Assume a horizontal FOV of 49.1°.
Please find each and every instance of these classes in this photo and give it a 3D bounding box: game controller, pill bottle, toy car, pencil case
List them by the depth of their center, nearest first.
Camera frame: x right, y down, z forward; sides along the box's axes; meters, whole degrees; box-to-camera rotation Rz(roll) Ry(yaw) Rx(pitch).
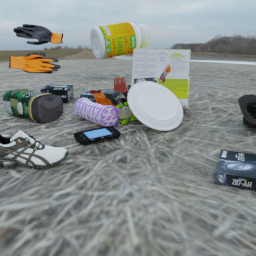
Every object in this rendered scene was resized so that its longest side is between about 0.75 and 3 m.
[{"bbox_3d":[-1.091,0.252,10.101,1.657,0.349,0.864,-12,21,-32],"label":"game controller"},{"bbox_3d":[-1.383,-0.735,12.099,2.286,0.959,0.977,20,61,44],"label":"pencil case"},{"bbox_3d":[-0.166,-0.661,12.240,0.810,0.843,1.026,-22,5,-12],"label":"toy car"},{"bbox_3d":[-0.328,-4.205,13.296,2.642,1.467,1.467,-17,23,-22],"label":"pill bottle"}]

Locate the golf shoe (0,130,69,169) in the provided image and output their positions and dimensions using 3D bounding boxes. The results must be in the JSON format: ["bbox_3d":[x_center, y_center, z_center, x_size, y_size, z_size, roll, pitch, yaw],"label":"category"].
[{"bbox_3d":[-2.806,0.582,7.980,2.196,1.038,0.854,-1,17,-10],"label":"golf shoe"}]

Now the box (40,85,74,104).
[{"bbox_3d":[-4.093,-1.997,16.350,1.538,0.809,1.878,1,18,0],"label":"box"}]

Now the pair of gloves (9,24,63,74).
[{"bbox_3d":[-3.800,-3.311,11.682,2.050,2.300,0.284,5,-20,-13],"label":"pair of gloves"}]

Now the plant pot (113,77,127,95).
[{"bbox_3d":[-0.521,-2.786,18.440,1.010,0.982,1.010,-3,19,1],"label":"plant pot"}]

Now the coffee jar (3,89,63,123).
[{"bbox_3d":[-4.309,-1.047,12.738,2.822,1.204,1.472,13,22,34],"label":"coffee jar"}]

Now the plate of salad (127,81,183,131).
[{"bbox_3d":[1.107,-0.891,11.521,2.491,0.598,2.491,11,54,-16],"label":"plate of salad"}]

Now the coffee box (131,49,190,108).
[{"bbox_3d":[1.665,-2.301,13.559,2.578,2.549,2.574,4,3,12],"label":"coffee box"}]

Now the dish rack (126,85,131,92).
[{"bbox_3d":[0.147,-2.721,19.431,0.922,0.328,1.201,9,20,28],"label":"dish rack"}]

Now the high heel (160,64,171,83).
[{"bbox_3d":[1.368,-2.054,10.227,0.266,0.790,0.379,3,43,-11],"label":"high heel"}]

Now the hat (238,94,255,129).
[{"bbox_3d":[5.076,-0.463,11.249,2.036,0.821,2.036,13,46,-14],"label":"hat"}]

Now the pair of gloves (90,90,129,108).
[{"bbox_3d":[-0.365,-1.093,12.560,2.322,0.287,2.068,3,-23,24],"label":"pair of gloves"}]

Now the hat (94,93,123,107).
[{"bbox_3d":[-1.171,-1.398,14.479,1.891,0.763,1.891,0,11,0],"label":"hat"}]

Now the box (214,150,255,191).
[{"bbox_3d":[3.053,1.093,7.463,1.290,0.350,1.610,8,19,22],"label":"box"}]

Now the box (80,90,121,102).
[{"bbox_3d":[-1.562,-1.812,16.256,2.010,0.513,1.585,4,17,13],"label":"box"}]
